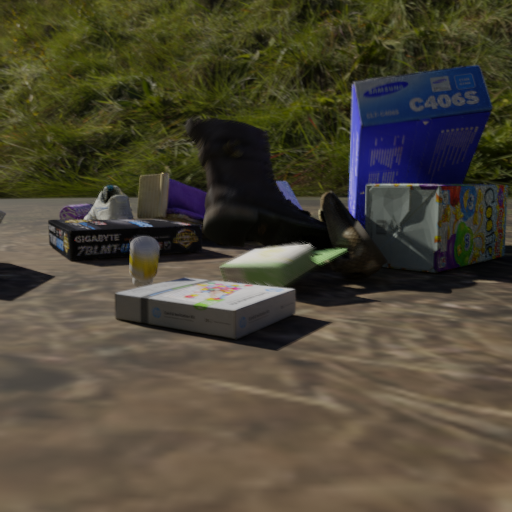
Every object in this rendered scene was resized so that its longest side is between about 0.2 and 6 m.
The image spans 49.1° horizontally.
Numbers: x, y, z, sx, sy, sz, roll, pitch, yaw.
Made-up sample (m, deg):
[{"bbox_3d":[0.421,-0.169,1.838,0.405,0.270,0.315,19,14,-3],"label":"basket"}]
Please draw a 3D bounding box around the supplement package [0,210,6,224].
[{"bbox_3d":[-5.139,-0.621,8.797,1.857,1.030,1.446,7,-21,46],"label":"supplement package"}]

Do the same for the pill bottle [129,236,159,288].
[{"bbox_3d":[-1.314,0.091,6.549,0.328,0.589,0.328,8,40,-7],"label":"pill bottle"}]

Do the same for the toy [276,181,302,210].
[{"bbox_3d":[0.744,-0.885,12.513,0.637,1.553,2.697,-29,2,8],"label":"toy"}]

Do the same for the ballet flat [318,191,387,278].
[{"bbox_3d":[1.304,-0.314,8.698,0.690,1.003,2.977,-38,16,9],"label":"ballet flat"}]

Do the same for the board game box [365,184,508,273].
[{"bbox_3d":[3.015,-0.540,9.223,1.276,1.299,2.477,7,11,44],"label":"board game box"}]

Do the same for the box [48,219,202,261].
[{"bbox_3d":[-2.609,-0.383,10.909,2.419,0.606,2.437,-5,9,-27],"label":"box"}]

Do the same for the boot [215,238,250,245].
[{"bbox_3d":[-0.244,-0.624,12.405,1.487,0.693,1.922,1,6,-14],"label":"boot"}]

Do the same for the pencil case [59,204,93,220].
[{"bbox_3d":[-5.705,-1.320,18.022,0.658,0.646,1.540,29,13,5],"label":"pencil case"}]

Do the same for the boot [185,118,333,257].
[{"bbox_3d":[0.178,-1.214,9.201,2.710,2.359,0.938,13,-39,-25],"label":"boot"}]

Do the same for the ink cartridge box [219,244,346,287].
[{"bbox_3d":[0.364,0.027,7.178,1.003,0.330,1.378,-4,17,45],"label":"ink cartridge box"}]

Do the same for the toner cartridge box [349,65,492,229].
[{"bbox_3d":[2.872,-1.684,10.746,2.064,0.938,4.346,-7,-24,5],"label":"toner cartridge box"}]

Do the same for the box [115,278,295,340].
[{"bbox_3d":[-0.489,0.474,5.488,1.411,0.290,1.100,6,9,32],"label":"box"}]

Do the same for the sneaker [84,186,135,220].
[{"bbox_3d":[-3.490,-1.053,13.472,1.090,1.260,2.909,-6,8,-31],"label":"sneaker"}]

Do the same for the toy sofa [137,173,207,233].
[{"bbox_3d":[-1.616,-1.214,13.467,1.223,1.038,2.506,0,-6,28],"label":"toy sofa"}]
